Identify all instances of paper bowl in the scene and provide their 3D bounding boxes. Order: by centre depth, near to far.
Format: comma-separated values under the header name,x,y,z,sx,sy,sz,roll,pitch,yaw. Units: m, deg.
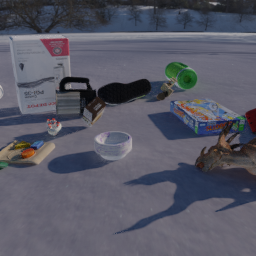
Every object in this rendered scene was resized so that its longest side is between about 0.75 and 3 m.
name,x,y,z,sx,sy,sz,roll,pitch,yaw
paper bowl,-0.422,0.523,7.930,1.067,0.555,1.067,0,22,0

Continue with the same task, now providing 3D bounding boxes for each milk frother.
name,x,y,z,sx,sy,sz,roll,pitch,yaw
milk frother,-2.138,-1.290,11.532,1.598,1.533,1.698,-1,-2,-12

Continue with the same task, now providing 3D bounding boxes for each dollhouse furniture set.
name,x,y,z,sx,sy,sz,roll,pitch,yaw
dollhouse furniture set,2.122,-2.013,14.117,0.591,0.780,0.889,45,39,12

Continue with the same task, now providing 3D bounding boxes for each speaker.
name,x,y,z,sx,sy,sz,roll,pitch,yaw
speaker,2.958,-3.037,15.977,1.229,1.229,2.780,-3,22,-8

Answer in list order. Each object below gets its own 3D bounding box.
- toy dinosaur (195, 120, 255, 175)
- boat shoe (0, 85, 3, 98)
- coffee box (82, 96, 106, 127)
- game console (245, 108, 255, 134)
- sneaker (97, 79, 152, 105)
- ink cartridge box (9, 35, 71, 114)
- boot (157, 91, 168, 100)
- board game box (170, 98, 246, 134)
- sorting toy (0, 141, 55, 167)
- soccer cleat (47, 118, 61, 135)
name,x,y,z,sx,sy,sz,roll,pitch,yaw
toy dinosaur,3.407,0.553,7.082,2.989,1.283,2.026,-1,15,-16
boat shoe,-6.227,-1.026,11.321,0.999,1.021,2.882,16,36,34
coffee box,-1.190,-0.546,9.693,0.439,1.102,0.630,41,66,3
game console,5.609,-0.150,10.080,2.006,1.381,2.328,34,26,0
sneaker,-0.187,-1.602,13.171,2.834,1.016,1.174,-12,-2,-27
ink cartridge box,-3.531,-2.235,11.606,2.173,2.966,1.228,-10,27,-23
boot,1.576,-1.518,13.484,0.364,0.355,0.965,-13,10,36
board game box,2.896,-0.513,10.645,1.791,0.456,2.647,-5,22,-12
sorting toy,-2.998,0.732,7.805,1.316,0.262,1.780,4,22,10
soccer cleat,-2.395,0.030,9.072,0.446,0.500,1.288,-11,15,-19
